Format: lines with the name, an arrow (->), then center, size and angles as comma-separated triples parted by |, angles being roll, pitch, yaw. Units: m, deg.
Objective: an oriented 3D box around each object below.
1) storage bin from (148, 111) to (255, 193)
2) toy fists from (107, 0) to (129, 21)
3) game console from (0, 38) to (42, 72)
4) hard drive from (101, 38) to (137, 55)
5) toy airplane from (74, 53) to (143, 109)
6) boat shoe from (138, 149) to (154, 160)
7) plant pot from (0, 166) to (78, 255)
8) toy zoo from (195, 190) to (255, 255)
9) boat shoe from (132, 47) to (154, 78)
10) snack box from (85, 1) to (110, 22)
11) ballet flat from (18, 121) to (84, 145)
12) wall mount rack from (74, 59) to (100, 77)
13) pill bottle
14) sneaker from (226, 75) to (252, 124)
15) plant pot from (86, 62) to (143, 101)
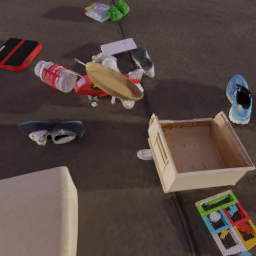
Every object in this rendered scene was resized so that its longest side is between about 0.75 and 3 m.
storage bin -> 2.311, 0.683, 9.671 | 2.709, 1.269, 2.689 | -3, 51, -14
toy fists -> -0.541, -6.747, 16.228 | 0.811, 0.547, 1.591 | 44, 56, -7
game console -> -5.666, -3.737, 14.122 | 2.009, 0.353, 2.271 | 11, 51, 15
hard drive -> -0.489, -4.086, 14.178 | 1.656, 0.210, 1.093 | -15, 40, -3
toy airplane -> -0.578, -2.114, 11.769 | 2.694, 1.901, 2.682 | 20, 54, 15
boat shoe -> 0.955, 0.921, 10.283 | 1.206, 0.421, 0.428 | 5, 52, 4
plant pot -> -2.641, 2.839, 7.531 | 2.701, 2.704, 2.394 | -12, 66, -9
toy zoo -> 3.181, 3.035, 8.728 | 1.332, 0.208, 2.031 | -16, 53, -13
boat shoe -> 0.752, -3.215, 13.546 | 0.741, 0.645, 2.012 | -28, 49, 2
snack box -> -1.664, -6.853, 16.487 | 1.352, 0.458, 1.140 | 33, 58, 22
ballet flat -> -2.929, 0.207, 10.607 | 2.520, 0.921, 0.921 | -2, 51, -4
wall mount rack -> -1.738, -2.706, 13.066 | 1.439, 0.617, 1.656 | -3, 51, -3
pill bottle -> -3.266, -2.356, 12.548 | 1.758, 0.987, 0.987 | 27, 56, 20
sneaker -> 4.789, -1.400, 11.674 | 0.997, 1.144, 2.544 | 5, 52, 4
plant pot -> -0.511, -1.583, 9.860 | 2.264, 0.311, 2.264 | 26, 23, -12
